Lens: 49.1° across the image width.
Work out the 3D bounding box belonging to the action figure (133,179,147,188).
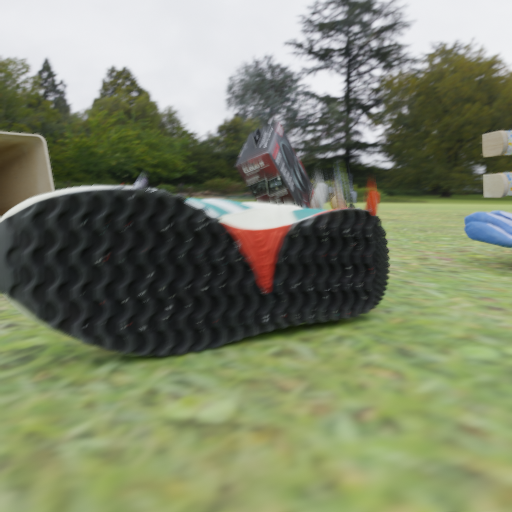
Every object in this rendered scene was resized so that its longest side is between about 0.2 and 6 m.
[{"bbox_3d":[-2.662,-1.072,11.310,1.223,0.796,0.424,-31,-8,-32],"label":"action figure"}]

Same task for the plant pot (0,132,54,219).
[{"bbox_3d":[-5.508,-1.076,10.958,1.999,2.258,2.255,-10,0,32],"label":"plant pot"}]

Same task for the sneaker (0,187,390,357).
[{"bbox_3d":[-0.523,0.098,4.894,3.433,1.209,1.605,-2,0,-33],"label":"sneaker"}]

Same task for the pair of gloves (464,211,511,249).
[{"bbox_3d":[5.226,-0.236,8.351,3.806,0.434,3.060,-2,19,-14],"label":"pair of gloves"}]

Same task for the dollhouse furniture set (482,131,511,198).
[{"bbox_3d":[5.242,-1.165,9.592,2.076,2.369,1.574,-5,7,1],"label":"dollhouse furniture set"}]

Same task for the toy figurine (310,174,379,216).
[{"bbox_3d":[1.246,-0.672,8.109,0.886,0.626,0.900,30,-24,-26],"label":"toy figurine"}]

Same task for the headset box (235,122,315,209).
[{"bbox_3d":[0.491,-1.981,13.814,0.939,2.430,1.809,-19,29,24],"label":"headset box"}]
